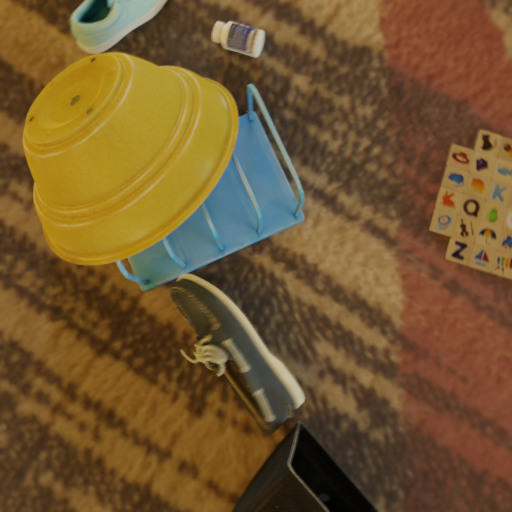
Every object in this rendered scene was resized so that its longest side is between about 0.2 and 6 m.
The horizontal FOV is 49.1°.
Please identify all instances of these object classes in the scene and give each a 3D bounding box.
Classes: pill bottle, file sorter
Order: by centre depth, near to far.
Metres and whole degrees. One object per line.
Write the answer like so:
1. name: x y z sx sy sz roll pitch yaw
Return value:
1. file sorter: -0.933 -1.008 8.579 2.936 1.801 2.037 -24 84 -3
2. pill bottle: -0.312 -3.722 9.564 0.817 0.454 0.454 18 84 6

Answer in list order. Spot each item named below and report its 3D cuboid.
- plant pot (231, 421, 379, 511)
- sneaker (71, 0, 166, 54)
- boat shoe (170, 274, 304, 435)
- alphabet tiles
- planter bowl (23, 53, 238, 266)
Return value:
1. plant pot: 0.582 3.922 8.044 1.725 1.940 1.945 -43 85 8
2. sneaker: -2.224 -4.346 9.430 0.798 0.884 2.158 41 85 3
3. boat shoe: -0.454 1.505 8.634 0.855 1.035 2.764 -41 93 -30
4. alphabet tiles: 4.036 -0.881 9.429 1.933 0.074 2.323 17 84 2
5. planter bowl: -2.131 -1.752 7.915 3.544 1.476 3.544 -15 52 21
